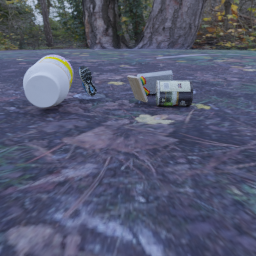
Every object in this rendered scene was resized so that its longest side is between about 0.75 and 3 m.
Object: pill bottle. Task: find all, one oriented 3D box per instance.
[{"bbox_3d":[-2.586,-1.539,9.206,1.393,1.393,2.673,-2,22,-5],"label":"pill bottle"}]

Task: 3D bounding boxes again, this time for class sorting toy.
[{"bbox_3d":[0.419,-1.409,9.702,0.311,0.893,0.888,-28,24,-15],"label":"sorting toy"}]

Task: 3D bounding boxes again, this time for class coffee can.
[{"bbox_3d":[1.564,-1.193,9.583,1.171,0.857,0.857,0,19,1],"label":"coffee can"}]

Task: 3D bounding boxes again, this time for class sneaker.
[{"bbox_3d":[-1.585,-1.724,10.334,0.456,1.164,0.523,-30,27,-31],"label":"sneaker"}]

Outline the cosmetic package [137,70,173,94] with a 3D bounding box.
[{"bbox_3d":[1.103,-1.822,11.289,1.429,0.763,0.645,-6,26,10],"label":"cosmetic package"}]
